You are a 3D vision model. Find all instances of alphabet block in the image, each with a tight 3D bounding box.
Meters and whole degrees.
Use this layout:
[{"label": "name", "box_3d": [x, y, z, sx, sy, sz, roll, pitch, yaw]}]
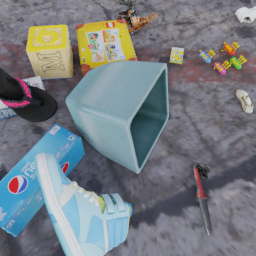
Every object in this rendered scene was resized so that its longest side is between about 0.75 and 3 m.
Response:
[{"label": "alphabet block", "box_3d": [-2.712, -2.672, 9.937, 1.340, 1.365, 1.333, -6, 56, -5]}]

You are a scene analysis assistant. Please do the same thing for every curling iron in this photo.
[{"label": "curling iron", "box_3d": [2.066, 1.825, 7.494, 0.496, 0.256, 2.001, 2, 55, 1]}]

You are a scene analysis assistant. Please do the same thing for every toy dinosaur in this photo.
[{"label": "toy dinosaur", "box_3d": [0.114, -4.456, 11.618, 2.114, 1.080, 1.435, -7, 69, -27]}]

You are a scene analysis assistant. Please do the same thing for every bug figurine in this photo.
[{"label": "bug figurine", "box_3d": [3.528, -2.605, 10.469, 1.702, 0.438, 1.320, -20, 64, -18]}]

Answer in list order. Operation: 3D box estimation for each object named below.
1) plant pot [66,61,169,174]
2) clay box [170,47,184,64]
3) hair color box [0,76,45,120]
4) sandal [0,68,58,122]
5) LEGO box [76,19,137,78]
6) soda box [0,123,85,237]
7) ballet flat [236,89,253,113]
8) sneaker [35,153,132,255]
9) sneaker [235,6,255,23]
[{"label": "plant pot", "box_3d": [-0.349, -0.537, 8.021, 2.337, 2.295, 2.289, 19, 57, 23]}, {"label": "clay box", "box_3d": [1.862, -2.742, 10.702, 0.470, 0.195, 0.818, 10, 56, 7]}, {"label": "hair color box", "box_3d": [-3.736, -0.942, 9.154, 2.037, 0.616, 1.019, -15, 63, -9]}, {"label": "sandal", "box_3d": [-3.430, -1.062, 8.397, 2.815, 0.634, 1.057, 30, 84, 7]}, {"label": "LEGO box", "box_3d": [-0.804, -2.732, 10.209, 1.893, 0.981, 2.542, -8, 56, -6]}, {"label": "soda box", "box_3d": [-2.402, 1.297, 7.419, 0.919, 0.971, 2.863, 28, 60, 18]}, {"label": "ballet flat", "box_3d": [3.947, -0.974, 9.394, 0.396, 0.335, 1.047, -8, 55, -6]}, {"label": "sneaker", "box_3d": [-0.967, 1.688, 6.658, 1.859, 1.132, 2.847, -22, 96, -20]}, {"label": "sneaker", "box_3d": [5.370, -4.841, 12.052, 1.448, 0.542, 0.721, -12, 72, -5]}]
